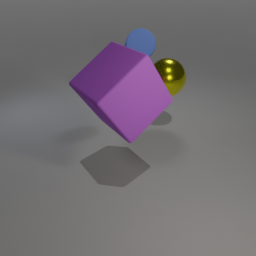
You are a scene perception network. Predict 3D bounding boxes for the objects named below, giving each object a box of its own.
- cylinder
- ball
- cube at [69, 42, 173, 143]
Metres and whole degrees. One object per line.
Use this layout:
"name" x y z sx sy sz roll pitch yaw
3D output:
"cylinder" 0.551 -3.966 13.610 1.400 1.400 1.400 -2 7 -4
"ball" 1.397 -1.815 10.136 1.400 1.400 1.400 0 29 0
"cube" -0.148 -0.803 6.199 1.400 1.400 1.400 -46 43 -7
